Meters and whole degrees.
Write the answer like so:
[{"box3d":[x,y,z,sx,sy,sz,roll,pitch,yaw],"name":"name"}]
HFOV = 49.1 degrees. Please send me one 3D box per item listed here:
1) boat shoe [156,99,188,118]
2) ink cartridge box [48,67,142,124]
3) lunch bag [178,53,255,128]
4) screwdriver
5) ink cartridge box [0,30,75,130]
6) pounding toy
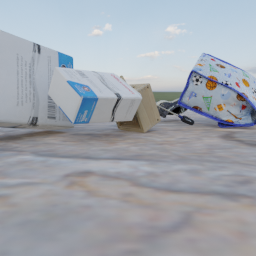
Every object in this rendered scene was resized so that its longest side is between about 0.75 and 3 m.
[{"box3d":[1.702,-0.632,10.173,1.935,0.703,0.607,-7,45,-46],"name":"boat shoe"},{"box3d":[-0.654,-0.664,5.762,1.543,0.650,1.115,-5,39,-43],"name":"ink cartridge box"},{"box3d":[2.849,-1.035,8.265,2.253,1.395,1.916,24,39,10],"name":"lunch bag"},{"box3d":[1.334,-0.409,7.867,1.413,0.206,0.197,28,22,-28],"name":"screwdriver"},{"box3d":[-2.411,-0.932,6.266,1.085,1.850,2.527,-5,-5,32],"name":"ink cartridge box"},{"box3d":[0.105,-0.681,7.328,0.941,1.219,1.324,-35,26,-33],"name":"pounding toy"}]
